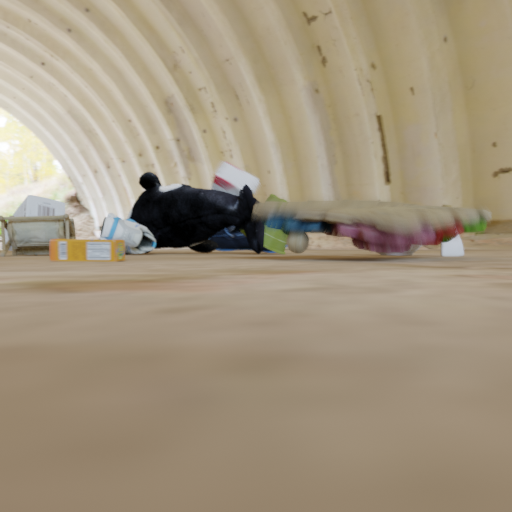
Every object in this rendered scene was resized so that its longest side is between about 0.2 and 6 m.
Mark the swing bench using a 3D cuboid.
[{"bbox_3d":[-3.501,-0.318,9.060,1.034,0.675,1.040,-2,2,-13],"label":"swing bench"}]

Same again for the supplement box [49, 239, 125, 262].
[{"bbox_3d":[-1.645,-0.051,5.465,0.698,0.240,0.232,3,4,11],"label":"supplement box"}]

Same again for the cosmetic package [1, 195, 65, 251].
[{"bbox_3d":[-3.962,-0.521,9.933,0.685,0.499,1.347,14,-30,-39],"label":"cosmetic package"}]

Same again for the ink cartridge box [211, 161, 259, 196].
[{"bbox_3d":[-0.508,-1.344,11.860,0.845,0.490,1.145,28,-29,-1],"label":"ink cartridge box"}]

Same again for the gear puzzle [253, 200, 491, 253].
[{"bbox_3d":[1.662,-0.365,6.727,1.914,0.484,3.695,9,11,37],"label":"gear puzzle"}]

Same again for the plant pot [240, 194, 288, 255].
[{"bbox_3d":[0.357,-0.719,11.742,1.068,1.014,1.068,26,9,-4],"label":"plant pot"}]

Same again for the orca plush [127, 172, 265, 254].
[{"bbox_3d":[-1.723,-0.419,12.247,4.506,1.602,2.371,13,-36,39],"label":"orca plush"}]

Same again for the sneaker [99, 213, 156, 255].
[{"bbox_3d":[-2.303,-0.283,10.660,0.870,0.753,2.009,18,0,1],"label":"sneaker"}]

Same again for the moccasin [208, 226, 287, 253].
[{"bbox_3d":[-0.400,-0.785,15.497,2.899,0.989,1.167,1,37,26],"label":"moccasin"}]

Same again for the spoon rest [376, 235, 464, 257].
[{"bbox_3d":[2.720,-0.308,9.694,1.052,0.642,2.117,0,2,-21],"label":"spoon rest"}]
